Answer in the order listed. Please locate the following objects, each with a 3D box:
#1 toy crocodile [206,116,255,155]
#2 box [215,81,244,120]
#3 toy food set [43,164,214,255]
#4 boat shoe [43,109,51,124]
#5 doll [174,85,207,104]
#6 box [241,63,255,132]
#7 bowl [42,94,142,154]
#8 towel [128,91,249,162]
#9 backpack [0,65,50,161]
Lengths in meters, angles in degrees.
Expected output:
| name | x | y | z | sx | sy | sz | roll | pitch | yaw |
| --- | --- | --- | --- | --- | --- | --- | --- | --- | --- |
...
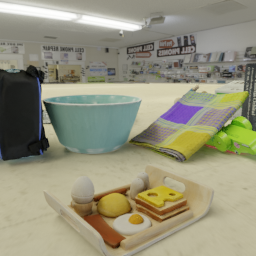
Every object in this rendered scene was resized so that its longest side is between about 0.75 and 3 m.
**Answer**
| name | x | y | z | sx | sy | sz | roll | pitch | yaw |
| --- | --- | --- | --- | --- | --- | --- | --- | --- | --- |
| toy crocodile | 2.416 | 0.183 | 7.594 | 0.940 | 0.860 | 2.784 | -36 | 27 | -21 |
| box | 4.905 | -1.208 | 12.191 | 1.581 | 1.354 | 1.573 | -25 | 23 | -29 |
| toy food set | 0.036 | 0.970 | 4.048 | 2.059 | 0.622 | 1.477 | -9 | 15 | -38 |
| boat shoe | -3.585 | -0.609 | 11.473 | 2.305 | 0.739 | 0.850 | 2 | 12 | 9 |
| doll | 2.651 | -1.119 | 11.932 | 0.573 | 1.615 | 2.367 | 24 | -4 | -16 |
| box | 4.597 | -0.699 | 7.956 | 1.381 | 2.313 | 2.352 | -5 | 13 | -23 |
| bowl | -0.933 | -0.142 | 7.628 | 2.616 | 1.368 | 2.616 | 0 | 11 | 0 |
| towel | 1.635 | -0.216 | 7.658 | 2.980 | 0.339 | 2.140 | -37 | 27 | -24 |
| backpack | -3.034 | -0.387 | 6.979 | 1.722 | 2.144 | 2.343 | -5 | 8 | -24 |
